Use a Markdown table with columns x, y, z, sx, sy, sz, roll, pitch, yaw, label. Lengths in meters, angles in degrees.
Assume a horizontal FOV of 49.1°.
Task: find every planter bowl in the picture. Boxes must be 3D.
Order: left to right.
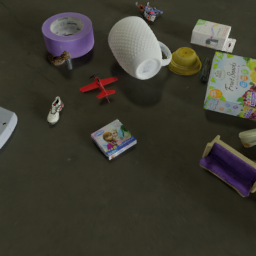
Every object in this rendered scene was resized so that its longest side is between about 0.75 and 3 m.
| x | y | z | sx | sy | sz | roll | pitch | yaw | label |
| --- | --- | --- | --- | --- | --- | --- | --- | --- | --- |
| 2.313 | -2.847 | 11.375 | 1.441 | 0.600 | 1.441 | 0 | 52 | 0 | planter bowl |

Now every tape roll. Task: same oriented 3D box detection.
| x | y | z | sx | sy | sz | roll | pitch | yaw | label |
| --- | --- | --- | --- | --- | --- | --- | --- | --- | --- |
| -2.555 | -4.012 | 12.074 | 2.109 | 0.896 | 2.109 | 0 | 52 | 0 | tape roll |

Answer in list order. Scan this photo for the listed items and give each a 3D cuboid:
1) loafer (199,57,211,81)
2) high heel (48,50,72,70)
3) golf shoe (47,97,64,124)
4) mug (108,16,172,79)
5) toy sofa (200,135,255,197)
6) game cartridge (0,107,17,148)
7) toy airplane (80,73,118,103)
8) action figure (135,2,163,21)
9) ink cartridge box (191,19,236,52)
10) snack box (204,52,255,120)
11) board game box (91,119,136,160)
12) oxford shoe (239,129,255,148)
| x | y | z | sx | sy | sz | roll | pitch | yaw | label |
| --- | --- | --- | --- | --- | --- | --- | --- | --- | --- |
| 3.103 | -2.313 | 11.157 | 0.360 | 0.411 | 1.143 | 26 | 62 | -5 | loafer |
| -2.782 | -2.925 | 11.250 | 1.235 | 0.880 | 0.441 | 25 | 57 | 18 | high heel |
| -2.583 | -0.612 | 9.767 | 0.405 | 0.462 | 1.050 | 7 | 54 | 4 | golf shoe |
| 0.640 | -2.960 | 10.874 | 2.337 | 1.725 | 2.049 | -6 | 53 | -28 | mug |
| 3.069 | 1.116 | 8.268 | 1.788 | 0.740 | 0.872 | 38 | 60 | 25 | toy sofa |
| -4.919 | 0.309 | 9.059 | 1.726 | 0.530 | 2.594 | 19 | 55 | 18 | game cartridge |
| -1.034 | -1.550 | 10.581 | 1.555 | 0.286 | 1.555 | -1 | 53 | 1 | toy airplane |
| 1.038 | -5.636 | 13.644 | 1.238 | 0.647 | 1.197 | -3 | 55 | -36 | action figure |
| 3.802 | -4.046 | 12.264 | 1.836 | 0.618 | 1.075 | 19 | 55 | 14 | ink cartridge box |
| 3.935 | -1.638 | 10.390 | 1.841 | 0.686 | 2.589 | 13 | 54 | 10 | snack box |
| -0.470 | 0.350 | 9.172 | 1.081 | 0.222 | 1.078 | -31 | 59 | -21 | board game box |
| 4.413 | 0.267 | 9.089 | 1.820 | 0.684 | 0.526 | -11 | 94 | -18 | oxford shoe |
